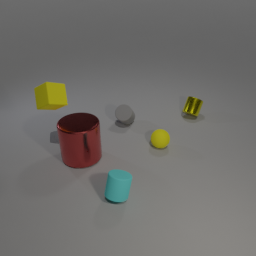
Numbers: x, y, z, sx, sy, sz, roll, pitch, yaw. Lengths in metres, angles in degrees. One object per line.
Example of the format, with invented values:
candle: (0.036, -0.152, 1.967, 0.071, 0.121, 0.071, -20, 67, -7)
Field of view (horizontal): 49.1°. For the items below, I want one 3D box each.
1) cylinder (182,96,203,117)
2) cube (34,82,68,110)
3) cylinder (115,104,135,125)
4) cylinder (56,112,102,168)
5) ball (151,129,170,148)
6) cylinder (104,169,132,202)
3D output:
cylinder: (2.784, -0.915, 12.033, 0.700, 0.700, 0.700, 21, -1, 0)
cube: (-2.411, -0.984, 8.766, 0.700, 0.700, 0.700, -14, -8, 40)
cylinder: (-0.110, -0.544, 11.447, 0.700, 0.700, 0.700, 9, -10, 14)
cylinder: (-1.623, 0.394, 9.504, 1.400, 1.400, 1.400, -1, 31, 0)
ball: (1.174, 0.391, 10.201, 0.700, 0.700, 0.700, 0, 32, 0)
cylinder: (-0.279, 1.643, 8.022, 0.700, 0.700, 0.700, 10, 14, -3)
